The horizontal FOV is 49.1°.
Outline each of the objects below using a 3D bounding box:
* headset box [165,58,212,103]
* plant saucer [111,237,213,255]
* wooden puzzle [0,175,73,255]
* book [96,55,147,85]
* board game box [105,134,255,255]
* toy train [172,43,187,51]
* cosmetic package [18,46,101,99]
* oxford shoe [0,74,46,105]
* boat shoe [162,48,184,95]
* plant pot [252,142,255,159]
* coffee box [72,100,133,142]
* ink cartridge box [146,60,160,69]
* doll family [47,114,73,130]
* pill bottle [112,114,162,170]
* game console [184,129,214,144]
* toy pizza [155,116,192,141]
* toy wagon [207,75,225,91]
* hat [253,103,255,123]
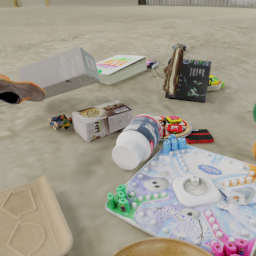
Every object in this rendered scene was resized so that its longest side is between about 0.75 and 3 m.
[{"bbox_3d":[2.364,-1.846,10.799,1.681,1.464,0.780,9,30,15],"label":"headset box"},{"bbox_3d":[0.545,2.580,3.911,2.246,0.398,2.246,0,29,0],"label":"plant saucer"},{"bbox_3d":[-2.310,1.928,5.045,2.242,0.519,2.076,-19,33,-22],"label":"wooden puzzle"},{"bbox_3d":[-0.723,-2.889,13.656,1.970,0.708,2.948,17,35,33],"label":"book"},{"bbox_3d":[1.445,1.241,5.959,2.869,0.371,2.870,17,38,34],"label":"board game box"},{"bbox_3d":[3.278,-5.124,17.863,0.560,0.419,0.983,-29,39,-26],"label":"toy train"},{"bbox_3d":[-2.408,-1.857,9.871,2.465,1.112,1.317,-18,-7,16],"label":"cosmetic package"},{"bbox_3d":[-2.521,-0.749,6.455,1.593,0.568,0.581,7,49,-57],"label":"oxford shoe"},{"bbox_3d":[1.040,-1.390,6.862,0.437,1.181,0.436,20,36,22],"label":"boat shoe"},{"bbox_3d":[3.626,0.737,6.686,1.107,1.107,0.775,4,46,7],"label":"plant pot"},{"bbox_3d":[-0.760,-0.249,8.745,1.656,0.661,0.936,-18,34,-29],"label":"coffee box"},{"bbox_3d":[1.238,-3.419,14.962,0.588,0.230,1.243,13,29,23],"label":"ink cartridge box"},{"bbox_3d":[-2.121,-0.212,8.937,0.663,0.450,1.147,-25,34,-29],"label":"doll family"},{"bbox_3d":[0.243,0.366,7.362,0.944,0.944,1.578,12,33,20],"label":"pill bottle"},{"bbox_3d":[2.106,0.246,8.447,0.824,0.128,0.728,-2,25,-4],"label":"game console"},{"bbox_3d":[1.153,-0.081,8.749,1.674,0.265,1.674,-3,26,1],"label":"toy pizza"},{"bbox_3d":[3.266,-2.071,12.341,1.456,0.371,1.877,-6,30,-10],"label":"toy wagon"},{"bbox_3d":[5.139,-0.297,9.248,1.869,1.645,1.548,-20,63,17],"label":"hat"}]
